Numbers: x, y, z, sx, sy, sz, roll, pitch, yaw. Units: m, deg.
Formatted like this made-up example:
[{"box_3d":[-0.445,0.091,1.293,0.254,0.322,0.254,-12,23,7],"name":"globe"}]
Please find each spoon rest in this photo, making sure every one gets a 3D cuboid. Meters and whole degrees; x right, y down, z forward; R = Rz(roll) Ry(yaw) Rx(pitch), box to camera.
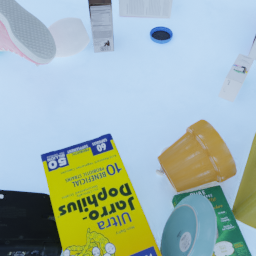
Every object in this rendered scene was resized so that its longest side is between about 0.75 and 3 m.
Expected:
[{"box_3d":[0.982,0.846,7.075,0.528,0.322,1.062,27,46,16],"name":"spoon rest"}]

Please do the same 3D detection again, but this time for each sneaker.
[{"box_3d":[-3.198,-2.522,7.963,2.897,1.515,1.091,46,46,10],"name":"sneaker"}]

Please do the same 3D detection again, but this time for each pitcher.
[{"box_3d":[-2.354,-2.962,9.290,1.922,1.165,1.649,-25,44,-4],"name":"pitcher"}]

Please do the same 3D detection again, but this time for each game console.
[{"box_3d":[-2.896,2.514,5.157,2.956,1.720,2.600,11,20,-25],"name":"game console"}]

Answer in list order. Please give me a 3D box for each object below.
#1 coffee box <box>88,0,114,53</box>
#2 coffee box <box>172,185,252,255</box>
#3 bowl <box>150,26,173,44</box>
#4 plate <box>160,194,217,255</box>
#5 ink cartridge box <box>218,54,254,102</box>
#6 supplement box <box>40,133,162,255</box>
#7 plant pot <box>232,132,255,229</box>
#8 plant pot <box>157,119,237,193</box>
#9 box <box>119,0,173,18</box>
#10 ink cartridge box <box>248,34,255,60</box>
[{"box_3d":[-0.875,-3.515,9.150,0.723,1.812,1.024,-6,55,-4],"name":"coffee box"},{"box_3d":[1.777,2.249,5.967,1.175,0.420,1.912,-12,56,-9],"name":"coffee box"},{"box_3d":[1.189,-3.326,10.031,0.830,0.163,0.830,0,55,0],"name":"bowl"},{"box_3d":[0.974,1.948,5.062,0.209,1.635,1.635,27,55,-14],"name":"plate"},{"box_3d":[3.206,-1.478,8.313,0.493,0.851,1.175,26,59,17],"name":"ink cartridge box"},{"box_3d":[-0.572,1.782,5.605,1.528,1.537,2.807,-18,57,-12],"name":"supplement box"},{"box_3d":[4.157,0.742,5.541,2.781,2.864,2.799,23,59,15],"name":"plant pot"},{"box_3d":[1.484,0.758,6.501,1.362,1.487,1.487,-28,58,0],"name":"plant pot"},{"box_3d":[0.687,-5.146,10.749,1.992,1.059,1.517,4,55,2],"name":"box"},{"box_3d":[5.148,-3.947,8.988,1.228,2.572,2.929,21,57,14],"name":"ink cartridge box"}]
